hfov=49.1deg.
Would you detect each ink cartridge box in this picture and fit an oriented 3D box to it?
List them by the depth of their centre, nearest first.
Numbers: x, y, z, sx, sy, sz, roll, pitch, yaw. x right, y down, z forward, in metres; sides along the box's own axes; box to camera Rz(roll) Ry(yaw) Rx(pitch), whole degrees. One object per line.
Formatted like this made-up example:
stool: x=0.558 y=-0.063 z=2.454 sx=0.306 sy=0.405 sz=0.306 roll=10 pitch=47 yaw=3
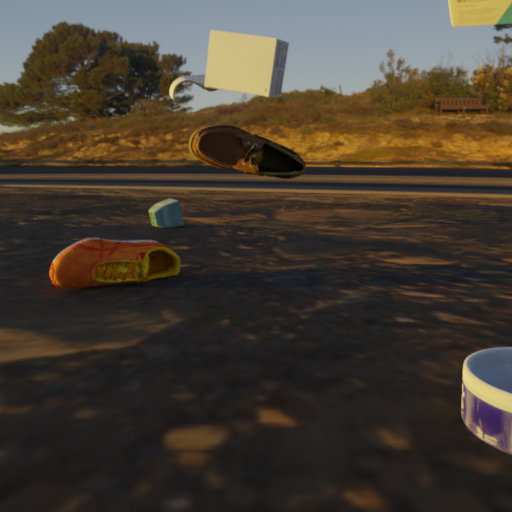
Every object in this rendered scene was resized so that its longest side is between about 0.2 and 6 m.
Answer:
ink cartridge box: x=2.429 y=-3.188 z=5.614 sx=0.991 sy=0.584 sz=1.721 roll=9 pitch=-23 yaw=29

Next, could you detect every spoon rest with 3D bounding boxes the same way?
spoon rest: x=-1.455 y=-4.318 z=14.028 sx=1.466 sy=0.444 sz=0.728 roll=-18 pitch=45 yaw=-13

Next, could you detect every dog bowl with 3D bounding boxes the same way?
dog bowl: x=1.998 y=1.014 z=3.920 sx=1.053 sy=0.415 sz=1.053 roll=0 pitch=11 yaw=0

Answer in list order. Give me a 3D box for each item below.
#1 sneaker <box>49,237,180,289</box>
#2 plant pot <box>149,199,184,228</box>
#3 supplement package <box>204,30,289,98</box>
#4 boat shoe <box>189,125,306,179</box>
sneaker: x=-1.934 y=0.095 z=7.912 sx=1.915 sy=0.699 sz=0.739 roll=-12 pitch=23 yaw=-39
plant pot: x=-2.212 y=-0.977 z=13.522 sx=0.647 sy=0.633 sz=0.635 roll=-19 pitch=19 yaw=-25
supplement package: x=-0.208 y=-4.120 z=12.042 sx=1.517 sy=1.182 sz=0.841 roll=14 pitch=19 yaw=17
boat shoe: x=-0.095 y=-1.918 z=10.327 sx=2.231 sy=0.803 sz=0.758 roll=5 pitch=13 yaw=-26
